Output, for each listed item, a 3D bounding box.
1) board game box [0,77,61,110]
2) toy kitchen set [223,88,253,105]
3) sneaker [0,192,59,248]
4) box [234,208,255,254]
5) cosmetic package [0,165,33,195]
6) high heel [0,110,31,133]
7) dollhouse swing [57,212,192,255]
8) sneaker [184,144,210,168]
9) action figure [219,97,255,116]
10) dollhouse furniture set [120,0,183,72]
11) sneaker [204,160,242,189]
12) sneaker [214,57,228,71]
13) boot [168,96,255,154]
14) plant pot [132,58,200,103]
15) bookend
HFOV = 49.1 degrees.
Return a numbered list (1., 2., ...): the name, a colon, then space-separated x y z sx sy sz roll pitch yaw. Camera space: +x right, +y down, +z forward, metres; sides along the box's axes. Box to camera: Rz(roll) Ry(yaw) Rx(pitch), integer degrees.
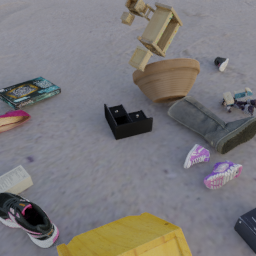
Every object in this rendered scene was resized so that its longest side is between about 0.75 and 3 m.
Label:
1. board game box: -4.508 -1.645 12.837 1.605 0.334 2.372 31 42 30
2. toy kitchen set: 4.864 -1.116 12.236 1.167 0.935 0.687 -13 36 13
3. sneaker: -2.957 2.383 8.026 2.328 1.005 0.935 21 45 19
4. box: 3.822 2.777 7.899 1.258 0.656 0.931 -18 45 -19
5. cosmetic package: -3.869 1.867 9.048 1.344 0.491 0.696 -31 50 -31
6. high heel: -4.944 -0.117 11.012 1.074 0.753 2.235 10 38 27
7. dollhouse swing: 0.053 3.776 6.729 2.668 2.345 2.424 -14 4 -26
8. sneaker: 2.503 1.084 9.969 0.707 0.449 1.240 27 48 23
9. action figure: 4.720 -1.016 12.247 1.584 0.549 1.031 17 49 39
10. dollhouse furniture set: 0.543 -3.658 11.348 2.218 1.394 2.508 32 96 31
11. sneaker: 3.077 1.509 9.424 1.543 0.621 0.682 -18 38 -25
12. sneaker: 4.893 -3.435 15.017 0.665 0.474 1.341 19 40 23
13. boot: 3.469 -0.393 11.340 2.637 1.053 2.901 -21 39 -24
14. plant pot: 1.713 -1.890 12.141 2.930 2.930 1.352 -8 85 -8
15. bookend: -0.008 -0.426 11.433 1.567 0.722 1.558 -13 43 -15
